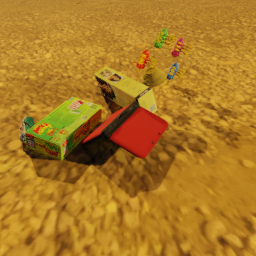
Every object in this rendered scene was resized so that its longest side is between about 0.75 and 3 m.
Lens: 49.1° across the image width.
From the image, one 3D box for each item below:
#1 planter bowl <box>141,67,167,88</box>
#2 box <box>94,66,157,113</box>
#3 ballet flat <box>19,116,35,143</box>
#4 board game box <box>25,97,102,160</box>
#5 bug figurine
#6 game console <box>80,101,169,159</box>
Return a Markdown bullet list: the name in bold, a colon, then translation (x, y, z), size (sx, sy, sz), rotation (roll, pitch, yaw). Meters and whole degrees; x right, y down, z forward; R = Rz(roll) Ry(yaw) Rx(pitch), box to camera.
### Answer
- **planter bowl**: translation (0.755, -1.657, 8.753), size (0.855, 0.356, 0.855), rotation (-15, 40, 13)
- **box**: translation (-0.139, -1.217, 9.328), size (0.626, 0.940, 2.498), rotation (-38, 44, -19)
- **ballet flat**: translation (-2.929, 0.037, 7.999), size (0.373, 0.442, 1.168), rotation (-37, 30, 6)
- **board game box**: translation (-1.721, -0.078, 7.914), size (1.102, 0.517, 2.170), rotation (17, 37, 16)
- **bug figurine**: translation (1.325, -2.635, 10.321), size (2.277, 1.766, 0.586), rotation (11, 27, -38)
- **game console**: translation (-0.075, 0.170, 7.697), size (1.638, 1.128, 1.901), rotation (-28, 12, 39)
